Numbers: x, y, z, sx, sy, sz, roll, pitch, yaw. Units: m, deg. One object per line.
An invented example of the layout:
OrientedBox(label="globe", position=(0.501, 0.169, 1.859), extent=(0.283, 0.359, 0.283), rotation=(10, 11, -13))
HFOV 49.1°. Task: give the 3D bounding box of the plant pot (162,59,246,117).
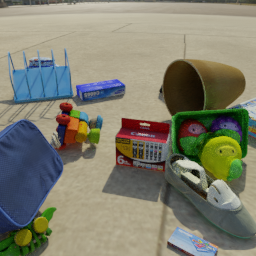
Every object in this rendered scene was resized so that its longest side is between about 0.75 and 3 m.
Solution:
OrientedBox(label="plant pot", position=(3.321, -1.616, 11.472), extent=(2.836, 2.643, 2.643), rotation=(-13, 31, -25))

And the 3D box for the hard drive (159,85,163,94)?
OrientedBox(label="hard drive", position=(2.063, -2.342, 14.552), extent=(0.220, 0.932, 1.335), rotation=(43, 26, -7))

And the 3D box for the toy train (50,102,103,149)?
OrientedBox(label="toy train", position=(-1.720, 0.249, 9.722), extent=(1.685, 1.233, 2.912), rotation=(9, 27, -11))

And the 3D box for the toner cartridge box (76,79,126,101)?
OrientedBox(label="toner cartridge box", position=(-1.384, -1.965, 14.329), extent=(2.315, 0.500, 1.100), rotation=(-13, 32, -21))

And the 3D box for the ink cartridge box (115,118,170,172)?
OrientedBox(label="ink cartridge box", position=(0.451, 0.514, 8.780), extent=(1.621, 1.423, 0.680), rotation=(6, 29, 13))

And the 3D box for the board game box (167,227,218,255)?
OrientedBox(label="board game box", position=(1.440, 2.626, 6.275), extent=(1.004, 0.098, 0.517), rotation=(19, 35, 31))

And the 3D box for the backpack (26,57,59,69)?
OrientedBox(label="backpack", position=(-4.613, -3.168, 15.624), extent=(1.933, 1.563, 2.029), rotation=(8, 25, -8))

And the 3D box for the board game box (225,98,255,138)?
OrientedBox(label="board game box", position=(5.515, -0.356, 11.183), extent=(2.378, 0.665, 2.329), rotation=(-19, 34, -31))

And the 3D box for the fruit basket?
OrientedBox(label="fruit basket", position=(2.686, 0.423, 8.766), extent=(2.703, 1.950, 2.703), rotation=(-3, 11, 1))

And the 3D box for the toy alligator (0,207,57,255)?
OrientedBox(label="toy alligator", position=(-2.350, 2.513, 5.991), extent=(0.654, 0.598, 2.205), rotation=(-26, 4, 46))

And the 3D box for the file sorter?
OrientedBox(label="file sorter", position=(-4.189, -2.629, 13.537), extent=(2.808, 1.723, 1.948), rotation=(-8, 62, -15))

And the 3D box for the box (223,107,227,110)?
OrientedBox(label="box", position=(3.892, -1.309, 13.171), extent=(1.201, 0.469, 1.969), rotation=(3, 28, 7))

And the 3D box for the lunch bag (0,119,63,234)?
OrientedBox(label="lunch bag", position=(-3.118, 1.295, 6.640), extent=(1.853, 1.902, 2.800), rotation=(-24, 18, 23))

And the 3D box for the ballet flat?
OrientedBox(label="ballet flat", position=(2.022, 1.598, 7.286), extent=(0.997, 0.943, 2.959), rotation=(-18, 33, -29))
